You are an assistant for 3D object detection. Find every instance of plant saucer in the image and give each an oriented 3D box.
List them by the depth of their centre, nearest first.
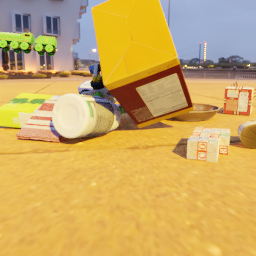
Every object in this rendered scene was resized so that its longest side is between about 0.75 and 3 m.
[{"bbox_3d":[2.196,-0.634,10.873,2.591,0.446,2.591,0,11,0],"label":"plant saucer"}]

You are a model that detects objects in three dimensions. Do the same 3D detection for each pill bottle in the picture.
[{"bbox_3d":[-1.010,-0.319,7.552,1.099,1.099,1.943,6,5,26],"label":"pill bottle"}]

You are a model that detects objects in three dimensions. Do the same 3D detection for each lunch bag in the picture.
[{"bbox_3d":[-1.540,-1.953,14.881,1.762,1.320,2.072,1,3,6],"label":"lunch bag"}]

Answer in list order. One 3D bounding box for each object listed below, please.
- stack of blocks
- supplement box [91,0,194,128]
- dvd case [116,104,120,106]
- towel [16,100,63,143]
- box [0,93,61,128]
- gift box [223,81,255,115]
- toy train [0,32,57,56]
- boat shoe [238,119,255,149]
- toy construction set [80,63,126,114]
[{"bbox_3d":[1.870,0.343,6.390,0.829,0.422,1.439,5,13,20],"label":"stack of blocks"},{"bbox_3d":[0.475,-1.852,7.798,1.764,2.620,2.656,-18,-28,13],"label":"supplement box"},{"bbox_3d":[-0.162,-0.896,12.590,2.043,0.225,1.492,-6,14,-23],"label":"dvd case"},{"bbox_3d":[-2.147,-0.245,7.900,1.262,0.199,1.752,6,39,14],"label":"towel"},{"bbox_3d":[-2.621,-0.551,9.101,2.610,0.622,1.591,5,27,9],"label":"box"},{"bbox_3d":[4.711,-1.259,11.744,1.241,1.345,1.256,11,14,24],"label":"gift box"},{"bbox_3d":[-2.522,-2.056,6.746,1.652,0.466,0.345,6,-10,-3],"label":"toy train"},{"bbox_3d":[3.877,0.029,6.780,2.367,0.876,0.786,1,18,5],"label":"boat shoe"},{"bbox_3d":[-0.442,-0.910,9.543,2.678,2.234,2.058,13,26,-5],"label":"toy construction set"}]
